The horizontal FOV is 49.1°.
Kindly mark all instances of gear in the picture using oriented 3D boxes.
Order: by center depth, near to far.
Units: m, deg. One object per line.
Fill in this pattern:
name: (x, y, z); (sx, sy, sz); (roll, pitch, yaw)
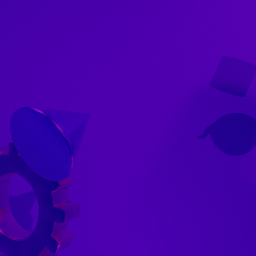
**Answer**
gear: (-1.426, 1.020, 3.775); (1.652, 0.306, 1.652); (1, 91, 26)

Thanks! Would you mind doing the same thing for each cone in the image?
cone: (-0.696, 0.005, 3.213); (0.866, 0.866, 0.869); (40, 40, 8)
